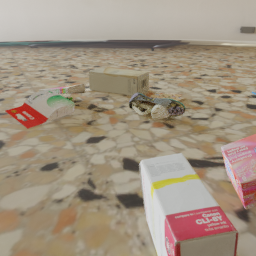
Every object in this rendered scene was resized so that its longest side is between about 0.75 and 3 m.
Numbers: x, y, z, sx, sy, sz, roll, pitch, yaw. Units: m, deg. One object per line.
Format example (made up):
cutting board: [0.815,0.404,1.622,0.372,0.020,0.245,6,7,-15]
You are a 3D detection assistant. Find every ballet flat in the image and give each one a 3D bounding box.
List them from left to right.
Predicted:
ballet flat: [0.929,-0.687,10.116,2.320,0.834,0.834,18,28,39]

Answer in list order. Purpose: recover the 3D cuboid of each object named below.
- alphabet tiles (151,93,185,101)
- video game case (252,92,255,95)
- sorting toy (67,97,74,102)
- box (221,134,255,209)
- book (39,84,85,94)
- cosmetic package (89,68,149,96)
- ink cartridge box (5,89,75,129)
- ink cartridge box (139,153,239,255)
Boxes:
alphabet tiles: [1.743,-1.333,12.396,1.337,0.100,1.367,19,29,38]
video game case: [6.339,-1.631,13.191,0.768,0.068,0.549,-3,23,-9]
sorting toy: [-2.762,-1.057,11.568,0.984,0.196,1.332,3,22,8]
box: [2.845,0.597,5.124,1.923,0.987,0.911,-21,41,8]
book: [-2.836,-1.626,12.043,1.660,0.399,1.109,2,11,32]
cosmetic package: [-0.438,-2.294,13.653,2.655,0.970,1.375,11,24,24]
ink cartridge box: [-3.136,-0.755,10.019,1.554,0.484,1.931,29,35,32]
ink cartridge box: [0.734,1.336,3.928,0.739,1.285,1.771,-10,25,-6]
